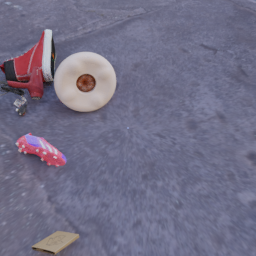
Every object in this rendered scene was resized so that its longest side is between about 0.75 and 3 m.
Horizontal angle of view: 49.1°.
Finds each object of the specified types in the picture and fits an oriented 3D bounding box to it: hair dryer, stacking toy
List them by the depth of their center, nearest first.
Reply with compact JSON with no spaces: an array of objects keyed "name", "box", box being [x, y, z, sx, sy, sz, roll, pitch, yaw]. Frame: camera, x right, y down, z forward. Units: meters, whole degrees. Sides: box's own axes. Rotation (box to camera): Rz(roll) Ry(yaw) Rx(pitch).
[{"name":"hair dryer","box":[-3.412,-1.394,9.222,0.470,1.318,1.731,-12,37,50]},{"name":"stacking toy","box":[-1.602,-1.908,9.806,1.957,1.957,2.679,-11,29,-10]}]

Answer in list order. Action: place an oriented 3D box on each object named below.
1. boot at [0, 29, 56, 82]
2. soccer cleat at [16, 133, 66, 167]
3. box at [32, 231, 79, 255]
[{"name":"boot","box":[-3.801,-2.791,10.690,1.961,0.984,2.718,-5,52,-2]},{"name":"soccer cleat","box":[-2.386,0.566,7.927,1.697,0.566,0.649,16,44,21]},{"name":"box","box":[-1.545,2.455,6.040,0.649,0.084,0.794,-3,4,28]}]
